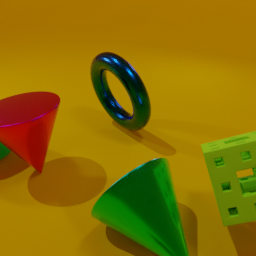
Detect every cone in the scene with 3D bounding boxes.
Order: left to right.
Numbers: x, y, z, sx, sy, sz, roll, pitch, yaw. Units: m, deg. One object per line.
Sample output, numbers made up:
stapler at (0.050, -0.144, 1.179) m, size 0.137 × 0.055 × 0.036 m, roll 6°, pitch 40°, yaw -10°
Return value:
cone at (-1.804, 0.263, 5.188) m, size 1.440 × 1.445 × 1.440 m, roll -6°, pitch 28°, yaw 3°
cone at (0.445, 1.409, 3.937) m, size 1.407 × 1.407 × 1.412 m, roll -22°, pitch 59°, yaw -32°

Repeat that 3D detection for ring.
ring at (-0.203, -0.792, 6.361) m, size 0.387 × 1.934 × 1.934 m, roll -34°, pitch 43°, yaw -24°

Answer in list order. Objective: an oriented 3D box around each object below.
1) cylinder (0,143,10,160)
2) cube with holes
cylinder at (-3.238, -0.057, 5.855) m, size 1.334 × 1.334 × 1.334 m, roll 15°, pitch 34°, yaw 23°
cube with holes at (1.682, 0.646, 4.001) m, size 0.993 × 0.993 × 0.993 m, roll -15°, pitch 0°, yaw 13°
